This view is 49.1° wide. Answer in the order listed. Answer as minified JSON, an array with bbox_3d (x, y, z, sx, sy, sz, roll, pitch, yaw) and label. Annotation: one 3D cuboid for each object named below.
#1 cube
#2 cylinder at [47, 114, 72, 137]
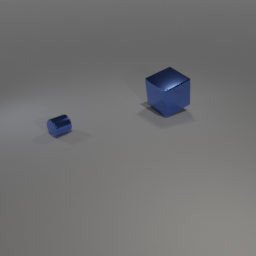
[{"bbox_3d":[1.756,-1.601,12.324,1.400,1.400,1.400,-28,45,-18],"label":"cube"},{"bbox_3d":[-2.645,-0.099,10.785,0.700,0.700,0.700,25,37,38],"label":"cylinder"}]
